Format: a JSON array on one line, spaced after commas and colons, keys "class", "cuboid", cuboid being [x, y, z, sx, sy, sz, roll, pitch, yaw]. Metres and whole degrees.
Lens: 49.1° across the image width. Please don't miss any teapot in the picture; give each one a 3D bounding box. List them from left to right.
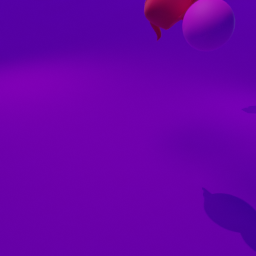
[{"class": "teapot", "cuboid": [0.811, -2.212, 5.137, 1.026, 0.808, 1.649, -45, 6, -30]}]

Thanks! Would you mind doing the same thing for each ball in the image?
[{"class": "ball", "cuboid": [1.296, -1.664, 4.534, 0.817, 0.817, 0.817, 0, 29, 0]}]
